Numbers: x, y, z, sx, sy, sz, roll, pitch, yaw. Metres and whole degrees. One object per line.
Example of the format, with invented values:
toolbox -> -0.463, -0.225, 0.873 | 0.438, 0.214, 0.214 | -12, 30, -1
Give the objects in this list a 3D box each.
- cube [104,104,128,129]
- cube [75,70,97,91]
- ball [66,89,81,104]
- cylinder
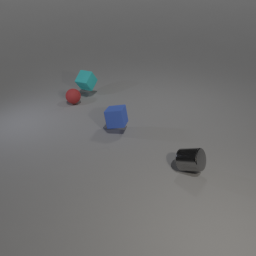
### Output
cube -> -0.442, -0.436, 10.693 | 0.700, 0.700, 0.700 | -4, 22, 15
cube -> -2.037, -2.318, 13.677 | 0.700, 0.700, 0.700 | 14, 70, 26
ball -> -2.551, -1.486, 13.038 | 0.700, 0.700, 0.700 | 0, 30, 0
cylinder -> 1.922, 0.966, 8.553 | 0.700, 0.700, 0.700 | -5, 21, 40
